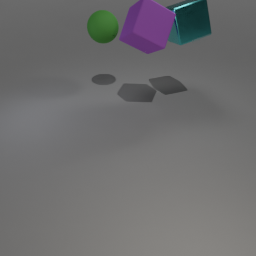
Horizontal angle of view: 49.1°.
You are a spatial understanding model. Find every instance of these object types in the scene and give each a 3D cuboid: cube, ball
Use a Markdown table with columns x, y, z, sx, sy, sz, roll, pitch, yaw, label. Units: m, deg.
| x | y | z | sx | sy | sz | roll | pitch | yaw | label |
| --- | --- | --- | --- | --- | --- | --- | --- | --- | --- |
| 2.361 | -4.344 | 11.404 | 1.400 | 1.400 | 1.400 | -21 | 27 | -4 | cube |
| 0.709 | -3.823 | 10.639 | 1.400 | 1.400 | 1.400 | 19 | -2 | -24 | cube |
| -1.113 | -4.483 | 12.441 | 1.400 | 1.400 | 1.400 | 0 | 33 | 0 | ball |
